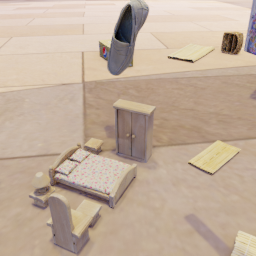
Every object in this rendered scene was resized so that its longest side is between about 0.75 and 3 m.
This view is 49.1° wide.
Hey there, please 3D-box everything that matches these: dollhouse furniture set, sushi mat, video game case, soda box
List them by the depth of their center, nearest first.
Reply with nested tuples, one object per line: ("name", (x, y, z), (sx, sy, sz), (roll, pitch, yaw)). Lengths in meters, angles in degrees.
("video game case", (1.631, -0.948, 2.636), (0.101, 0.803, 1.121), (-23, 40, -21))
("sushi mat", (2.471, 2.150, 3.481), (2.385, 0.144, 1.141), (16, 33, 25))
("dollhouse furniture set", (-0.695, 0.565, 5.114), (1.450, 1.238, 2.797), (14, 33, 22))
("sushi mat", (1.916, 0.620, 6.170), (1.249, 0.076, 0.597), (-26, 39, -37))
("soda box", (-0.563, -3.292, 12.267), (0.758, 0.716, 2.238), (-13, 33, -21))
("sushi mat", (3.073, -3.635, 13.410), (1.342, 0.170, 2.805), (18, 35, 29))

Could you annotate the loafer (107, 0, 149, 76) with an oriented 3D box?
("loafer", (-0.120, -1.845, 5.875), (0.603, 1.724, 0.601), (36, 38, 18))

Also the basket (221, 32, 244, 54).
("basket", (4.927, -4.002, 13.226), (0.733, 0.984, 0.702), (-7, 31, -17))
